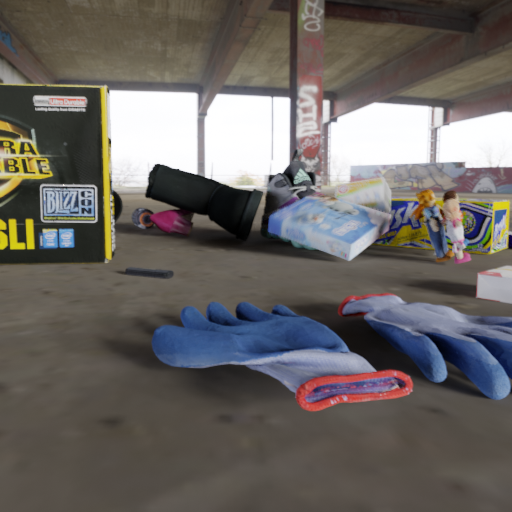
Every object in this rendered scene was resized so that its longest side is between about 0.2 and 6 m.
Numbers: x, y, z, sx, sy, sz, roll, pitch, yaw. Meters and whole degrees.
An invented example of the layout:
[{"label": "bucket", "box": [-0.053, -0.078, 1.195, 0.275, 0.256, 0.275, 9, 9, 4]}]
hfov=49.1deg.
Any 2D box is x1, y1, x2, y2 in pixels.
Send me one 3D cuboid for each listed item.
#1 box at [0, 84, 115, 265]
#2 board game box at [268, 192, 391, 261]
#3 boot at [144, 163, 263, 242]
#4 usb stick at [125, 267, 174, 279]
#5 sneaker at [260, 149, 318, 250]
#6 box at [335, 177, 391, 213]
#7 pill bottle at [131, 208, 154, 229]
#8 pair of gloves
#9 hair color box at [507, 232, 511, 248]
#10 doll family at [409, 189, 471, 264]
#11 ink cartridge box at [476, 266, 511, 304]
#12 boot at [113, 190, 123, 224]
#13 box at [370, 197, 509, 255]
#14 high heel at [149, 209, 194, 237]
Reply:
[{"label": "box", "box": [-4.317, -1.351, 9.416, 3.714, 2.966, 0.916, 0, 9, -7]}, {"label": "board game box", "box": [1.380, -0.607, 10.364, 1.672, 0.364, 1.680, 22, 33, 28]}, {"label": "boot", "box": [-1.263, -1.372, 12.980, 2.635, 1.190, 3.216, 21, 4, -5]}, {"label": "usb stick", "box": [-1.575, 0.248, 8.272, 0.780, 0.127, 0.216, 4, 9, 26]}, {"label": "sneaker", "box": [1.033, -1.239, 11.783, 1.116, 2.009, 2.872, -7, 13, -37]}, {"label": "box", "box": [2.178, -1.179, 11.472, 1.029, 0.522, 0.579, -6, -27, 27]}, {"label": "pill bottle", "box": [-3.150, -1.052, 15.752, 0.564, 0.564, 1.061, -3, 9, -21]}, {"label": "pair of gloves", "box": [0.788, 0.695, 4.523, 3.093, 0.352, 2.486, -2, 7, -22]}, {"label": "hair color box", "box": [5.361, -0.318, 11.579, 0.525, 0.311, 0.960, -3, 7, -22]}, {"label": "doll family", "box": [3.162, -0.587, 9.821, 0.902, 1.243, 2.003, -14, 8, 20]}, {"label": "ink cartridge box", "box": [3.230, 0.338, 6.928, 0.989, 0.334, 0.576, -7, 11, -42]}, {"label": "boot", "box": [-3.813, -0.872, 12.008, 3.164, 1.191, 2.366, -22, 14, -42]}, {"label": "box", "box": [3.460, -0.705, 11.725, 3.200, 1.029, 1.121, 6, 10, 39]}, {"label": "high heel", "box": [-2.144, -0.985, 14.244, 1.027, 0.721, 2.140, 22, 17, -12]}]
